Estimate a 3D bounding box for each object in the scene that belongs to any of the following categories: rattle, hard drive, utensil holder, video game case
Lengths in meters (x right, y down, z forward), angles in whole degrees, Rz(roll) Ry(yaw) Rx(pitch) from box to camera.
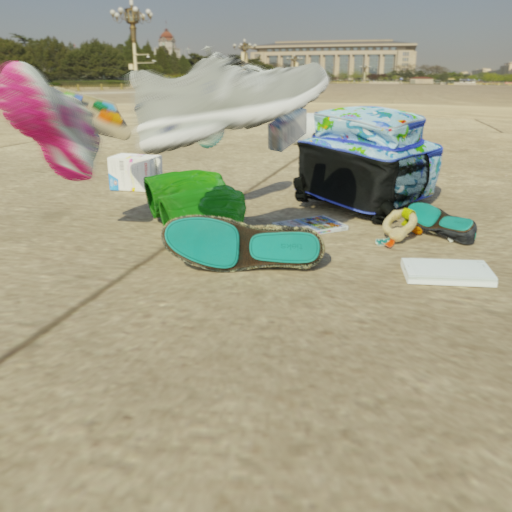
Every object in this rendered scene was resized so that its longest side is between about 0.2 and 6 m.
[{"bbox_3d":[2.978,-0.373,11.676,0.750,0.823,1.153,9,54,25],"label":"rattle"},{"bbox_3d":[3.319,0.281,9.757,1.450,0.190,0.956,2,20,6],"label":"hard drive"},{"bbox_3d":[2.447,-5.462,24.203,1.671,1.420,1.420,5,20,22],"label":"utensil holder"},{"bbox_3d":[1.195,-0.655,12.493,1.403,0.126,1.004,-10,21,-25],"label":"video game case"}]

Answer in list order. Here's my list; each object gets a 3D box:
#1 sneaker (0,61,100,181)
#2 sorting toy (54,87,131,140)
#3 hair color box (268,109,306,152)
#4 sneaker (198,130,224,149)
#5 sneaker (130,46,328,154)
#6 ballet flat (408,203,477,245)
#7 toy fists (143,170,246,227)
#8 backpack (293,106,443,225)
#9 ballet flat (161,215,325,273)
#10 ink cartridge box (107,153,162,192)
[{"bbox_3d":[-3.804,-2.618,10.516,1.021,2.511,1.108,-1,53,18],"label":"sneaker"},{"bbox_3d":[-3.613,-3.163,12.183,1.560,0.307,1.685,8,33,-32],"label":"sorting toy"},{"bbox_3d":[0.619,-2.489,10.973,0.315,0.521,1.042,17,39,27],"label":"hair color box"},{"bbox_3d":[-0.812,-3.276,12.443,0.683,1.760,0.759,22,-13,28],"label":"sneaker"},{"bbox_3d":[-0.346,-2.698,8.853,3.387,1.389,1.266,-21,12,-23],"label":"sneaker"},{"bbox_3d":[3.917,-0.635,11.827,0.631,0.631,1.726,-12,24,-30],"label":"ballet flat"},{"bbox_3d":[-1.298,-1.082,12.243,1.739,1.173,3.412,-14,24,-16],"label":"toy fists"},{"bbox_3d":[3.016,-2.471,14.135,3.082,2.475,3.368,21,24,38],"label":"backpack"},{"bbox_3d":[-0.232,-0.164,10.205,2.907,0.986,1.095,4,-3,-4],"label":"ballet flat"},{"bbox_3d":[-3.384,-2.405,16.181,1.496,0.962,0.937,5,19,11],"label":"ink cartridge box"}]
